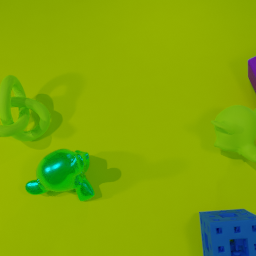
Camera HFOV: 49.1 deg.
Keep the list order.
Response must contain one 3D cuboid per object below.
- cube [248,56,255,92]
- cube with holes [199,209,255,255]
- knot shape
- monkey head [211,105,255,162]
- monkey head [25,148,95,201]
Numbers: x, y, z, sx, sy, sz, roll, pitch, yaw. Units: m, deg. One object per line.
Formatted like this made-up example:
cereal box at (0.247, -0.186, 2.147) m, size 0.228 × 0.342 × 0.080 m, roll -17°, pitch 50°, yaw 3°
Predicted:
cube at (3.798, -1.208, 6.831) m, size 1.258 × 1.258 × 1.258 m, roll -24°, pitch 73°, yaw 18°
cube with holes at (2.092, 2.274, 5.683) m, size 0.995 × 0.995 × 0.995 m, roll -5°, pitch 85°, yaw 2°
knot shape at (-2.716, -0.495, 6.716) m, size 0.767 × 1.660 × 1.553 m, roll -15°, pitch 77°, yaw 40°
monkey head at (2.546, 0.089, 6.184) m, size 1.736 × 1.046 × 1.249 m, roll -14°, pitch 35°, yaw -30°
monkey head at (-1.365, 1.120, 6.232) m, size 1.838 × 1.108 × 1.322 m, roll -30°, pitch 84°, yaw 27°
